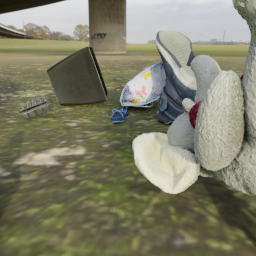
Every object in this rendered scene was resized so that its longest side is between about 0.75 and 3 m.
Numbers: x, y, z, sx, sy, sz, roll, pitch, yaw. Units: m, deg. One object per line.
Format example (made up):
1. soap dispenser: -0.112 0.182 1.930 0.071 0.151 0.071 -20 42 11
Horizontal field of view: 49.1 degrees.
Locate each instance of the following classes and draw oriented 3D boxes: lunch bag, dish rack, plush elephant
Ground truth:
1. lunch bag: 0.673 -1.392 9.881 1.960 1.246 1.662 -28 6 9
2. dish rack: -2.888 -0.709 8.683 0.906 0.322 1.181 -21 32 -9
3. plush elephant: 1.316 -0.062 3.383 2.282 2.771 2.146 -5 15 -30

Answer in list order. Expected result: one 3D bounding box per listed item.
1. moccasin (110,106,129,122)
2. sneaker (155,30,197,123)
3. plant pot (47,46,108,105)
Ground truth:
1. moccasin: -0.269 -0.436 8.435 0.446 0.378 1.108 1 16 11
2. sneaker: 1.284 -1.409 8.165 1.076 2.044 2.829 -2 47 -12
3. plant pot: -1.873 -1.835 10.450 1.734 1.955 1.950 -17 16 1
